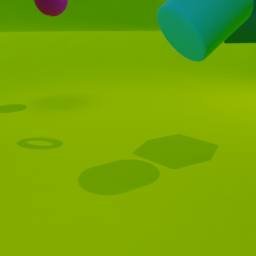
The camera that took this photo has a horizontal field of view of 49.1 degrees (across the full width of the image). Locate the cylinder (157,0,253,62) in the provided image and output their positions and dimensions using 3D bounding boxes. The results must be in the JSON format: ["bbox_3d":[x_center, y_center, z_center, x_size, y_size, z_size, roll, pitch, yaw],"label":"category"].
[{"bbox_3d":[1.287,-1.936,4.783,1.144,1.144,1.144,-43,31,-4],"label":"cylinder"}]

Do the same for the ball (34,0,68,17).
[{"bbox_3d":[-2.449,-4.112,8.902,1.062,1.062,1.062,0,21,0],"label":"ball"}]

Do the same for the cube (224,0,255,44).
[{"bbox_3d":[2.743,-2.602,5.848,1.208,1.208,1.208,13,50,39],"label":"cube"}]
